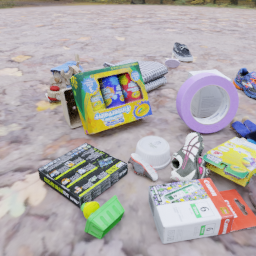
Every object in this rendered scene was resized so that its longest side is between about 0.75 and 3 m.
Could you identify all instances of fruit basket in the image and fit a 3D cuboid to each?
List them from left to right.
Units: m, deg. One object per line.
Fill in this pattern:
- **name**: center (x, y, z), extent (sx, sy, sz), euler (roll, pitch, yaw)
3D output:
- **fruit basket**: center (-0.741, 2.109, 6.999), extent (1.080, 0.779, 1.080), euler (10, 41, -9)

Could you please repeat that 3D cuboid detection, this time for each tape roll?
- **tape roll**: center (2.973, -0.945, 10.576), extent (2.201, 2.201, 0.722), euler (-3, 20, -4)

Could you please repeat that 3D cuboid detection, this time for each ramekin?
- **ramekin**: center (0.815, 0.774, 9.256), extent (1.208, 0.634, 1.208), euler (1, 31, 0)

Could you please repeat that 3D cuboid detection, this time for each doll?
- **doll**: center (4.725, 0.340, 10.070), extent (1.672, 0.594, 2.450), euler (-6, 31, -8)

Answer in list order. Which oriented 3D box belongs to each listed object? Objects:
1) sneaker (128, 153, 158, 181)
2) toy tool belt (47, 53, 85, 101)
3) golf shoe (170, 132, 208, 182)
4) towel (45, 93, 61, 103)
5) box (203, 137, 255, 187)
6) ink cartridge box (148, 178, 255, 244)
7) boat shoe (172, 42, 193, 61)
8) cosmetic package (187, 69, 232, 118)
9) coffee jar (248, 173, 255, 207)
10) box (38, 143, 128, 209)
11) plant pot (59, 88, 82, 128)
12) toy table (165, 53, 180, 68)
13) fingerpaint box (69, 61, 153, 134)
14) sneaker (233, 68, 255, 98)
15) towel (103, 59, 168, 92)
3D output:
- **sneaker**: center (0.444, 1.297, 8.713), extent (1.136, 0.465, 0.438), euler (44, 20, 26)
- **toy tool belt**: center (-3.080, -2.592, 13.710), extent (1.757, 1.730, 2.815), euler (13, 28, 12)
- **golf shoe**: center (1.888, 0.843, 8.884), extent (1.040, 0.912, 2.362), euler (4, 31, 6)
- **towel**: center (-3.623, -1.524, 13.666), extent (0.698, 0.182, 1.053), euler (-13, 33, -23)
- **box**: center (3.379, 1.003, 8.622), extent (1.385, 0.571, 2.361), euler (27, 27, 38)
- **ink cartridge box**: center (1.932, 1.988, 7.164), extent (2.597, 0.654, 1.415), euler (-6, 31, -8)
- **boat shoe**: center (3.796, -5.355, 19.480), extent (0.970, 0.917, 2.704), euler (-5, 31, -8)
- **cosmetic package**: center (3.415, -1.508, 12.161), extent (1.368, 1.660, 1.369), euler (-7, 31, -12)
- **coffee jar**: center (4.519, 1.672, 7.408), extent (2.282, 0.974, 1.190), euler (-4, 31, -8)
- **box**: center (-1.348, 1.319, 8.538), extent (1.931, 0.475, 1.999), euler (24, 37, 32)
- **plant pot**: center (-2.064, -1.061, 11.687), extent (1.560, 1.561, 1.382), euler (-18, 22, -28)
- **toy table**: center (2.805, -4.225, 17.766), extent (0.929, 0.854, 0.544), euler (14, 46, -6)
- **fingerpaint box**: center (-0.605, -1.195, 10.916), extent (2.698, 2.251, 0.989), euler (-17, 5, -28)
- **sneaker**: center (6.245, -2.249, 14.039), extent (1.012, 1.054, 2.687), euler (-12, 32, -17)
- **towel**: center (0.309, -2.897, 14.946), extent (2.936, 1.257, 2.431), euler (22, 36, 33)
